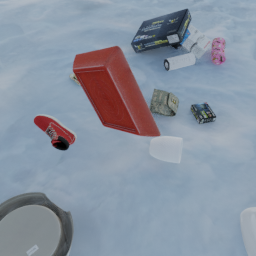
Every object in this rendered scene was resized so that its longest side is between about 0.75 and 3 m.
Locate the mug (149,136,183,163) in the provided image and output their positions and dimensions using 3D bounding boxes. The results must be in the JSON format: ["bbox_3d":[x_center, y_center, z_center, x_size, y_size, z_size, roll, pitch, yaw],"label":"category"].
[{"bbox_3d":[1.419,0.711,10.347,1.100,0.926,1.255,7,16,16],"label":"mug"}]

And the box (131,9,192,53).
[{"bbox_3d":[1.776,-5.198,15.020,2.820,0.719,2.224,-1,48,35],"label":"box"}]

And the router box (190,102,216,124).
[{"bbox_3d":[3.195,-0.645,11.933,0.730,0.303,0.975,-11,48,-10],"label":"router box"}]

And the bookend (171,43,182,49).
[{"bbox_3d":[2.891,-5.330,16.106,1.426,0.661,1.435,-26,52,-23],"label":"bookend"}]

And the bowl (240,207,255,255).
[{"bbox_3d":[4.334,3.098,8.168,1.813,0.677,1.810,1,46,3],"label":"bowl"}]

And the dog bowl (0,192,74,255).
[{"bbox_3d":[-2.836,3.201,7.974,2.699,0.791,2.699,0,47,0],"label":"dog bowl"}]

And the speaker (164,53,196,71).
[{"bbox_3d":[2.653,-3.386,14.295,1.546,0.628,0.628,-17,49,-15],"label":"speaker"}]

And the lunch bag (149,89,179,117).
[{"bbox_3d":[1.593,-1.075,12.075,1.219,0.717,1.000,14,46,4],"label":"lunch bag"}]

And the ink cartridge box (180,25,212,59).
[{"bbox_3d":[3.610,-4.654,15.087,1.545,0.647,1.121,40,55,1],"label":"ink cartridge box"}]

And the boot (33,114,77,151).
[{"bbox_3d":[-1.931,0.106,7.017,1.212,0.439,0.874,31,18,-2],"label":"boot"}]

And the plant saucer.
[{"bbox_3d":[-0.542,-0.931,8.371,0.512,2.782,2.787,-38,26,-22],"label":"plant saucer"}]

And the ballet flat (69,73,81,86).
[{"bbox_3d":[-2.497,-2.448,13.606,0.411,0.348,1.088,-34,55,-27],"label":"ballet flat"}]

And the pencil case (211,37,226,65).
[{"bbox_3d":[4.822,-4.091,14.887,0.774,0.740,1.789,10,47,10],"label":"pencil case"}]
